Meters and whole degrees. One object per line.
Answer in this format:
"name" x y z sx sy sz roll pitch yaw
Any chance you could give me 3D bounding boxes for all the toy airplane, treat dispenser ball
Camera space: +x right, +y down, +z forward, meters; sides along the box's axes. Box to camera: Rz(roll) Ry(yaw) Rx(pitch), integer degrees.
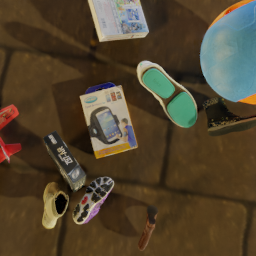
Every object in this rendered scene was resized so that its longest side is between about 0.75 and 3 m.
"toy airplane" -4.008 0.192 8.539 1.996 0.367 1.996 0 85 1
"treat dispenser ball" 3.371 -2.020 7.554 2.756 2.756 2.756 0 84 0

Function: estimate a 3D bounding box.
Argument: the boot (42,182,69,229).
"boot" -2.006 1.966 7.813 0.495 1.061 1.372 16 46 -24

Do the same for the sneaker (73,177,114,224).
"sneaker" -0.978 2.105 8.179 0.630 0.652 1.563 37 84 30

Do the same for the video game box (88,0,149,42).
"video game box" -0.334 -3.624 8.702 1.585 0.407 1.740 -13 84 -20

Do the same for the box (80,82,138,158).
"box" -0.617 -0.305 8.553 1.320 0.460 2.217 -15 86 -3

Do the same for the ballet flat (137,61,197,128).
"ballet flat" 1.152 -1.013 8.027 2.625 0.912 0.912 40 84 -36

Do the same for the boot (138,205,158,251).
"boot" 0.562 2.921 8.198 0.340 0.988 1.060 17 111 6

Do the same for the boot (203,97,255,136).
"boot" 3.003 -0.444 8.244 1.506 0.544 1.138 -15 59 16

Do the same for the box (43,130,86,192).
"box" -1.712 0.988 7.687 0.386 1.772 1.420 -32 80 -19
